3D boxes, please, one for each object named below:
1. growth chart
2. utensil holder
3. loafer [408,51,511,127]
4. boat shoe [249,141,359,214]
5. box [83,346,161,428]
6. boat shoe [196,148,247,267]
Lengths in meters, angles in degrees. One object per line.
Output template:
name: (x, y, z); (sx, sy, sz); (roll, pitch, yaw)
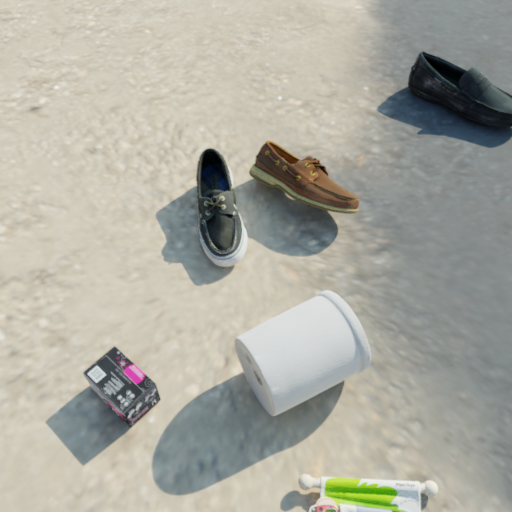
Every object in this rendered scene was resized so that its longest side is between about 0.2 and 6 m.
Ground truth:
growth chart: (1.995, 4.799, 7.847); (2.508, 0.307, 3.465); (-2, 51, -3)
utensil holder: (0.763, 1.676, 9.597); (1.839, 1.563, 1.563); (-25, 55, -16)
loafer: (5.571, -4.397, 14.763); (3.296, 1.157, 1.119); (32, 56, 23)
boat shoe: (1.088, -1.754, 12.489); (2.779, 0.938, 1.000); (29, 22, 26)
box: (-2.310, 2.264, 9.675); (1.125, 0.646, 0.744); (34, 60, 26)
boat shoe: (-0.872, -1.108, 12.163); (1.004, 0.828, 2.925); (-14, 55, 4)
